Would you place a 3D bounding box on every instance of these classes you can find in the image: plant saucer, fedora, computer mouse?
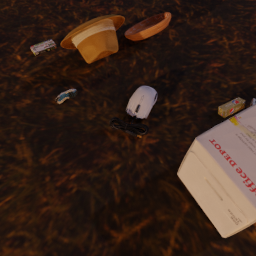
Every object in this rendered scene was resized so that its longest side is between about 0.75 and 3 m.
[{"bbox_3d":[0.813,-3.990,11.136,1.965,0.368,1.965,-21,29,12],"label":"plant saucer"},{"bbox_3d":[-1.085,-3.027,10.009,2.647,2.647,1.080,-26,96,-19],"label":"fedora"},{"bbox_3d":[0.343,-0.705,8.982,1.202,0.481,2.191,19,55,9],"label":"computer mouse"}]

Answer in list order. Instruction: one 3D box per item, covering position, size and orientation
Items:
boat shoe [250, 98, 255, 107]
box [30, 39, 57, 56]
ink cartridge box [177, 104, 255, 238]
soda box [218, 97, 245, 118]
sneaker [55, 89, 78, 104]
[{"bbox_3d":[3.943,-0.586,8.624,0.319,0.354,1.001,22,44,13],"label":"boat shoe"},{"bbox_3d":[-3.358,-3.217,11.141,0.912,0.158,0.502,-28,58,-20],"label":"box"},{"bbox_3d":[2.977,0.886,6.744,2.741,1.983,2.018,-25,62,-19],"label":"ink cartridge box"},{"bbox_3d":[3.356,-0.671,9.070,0.891,0.285,0.302,-24,38,-18],"label":"soda box"},{"bbox_3d":[-2.060,-1.125,9.358,0.812,0.304,0.352,-22,32,9],"label":"sneaker"}]
